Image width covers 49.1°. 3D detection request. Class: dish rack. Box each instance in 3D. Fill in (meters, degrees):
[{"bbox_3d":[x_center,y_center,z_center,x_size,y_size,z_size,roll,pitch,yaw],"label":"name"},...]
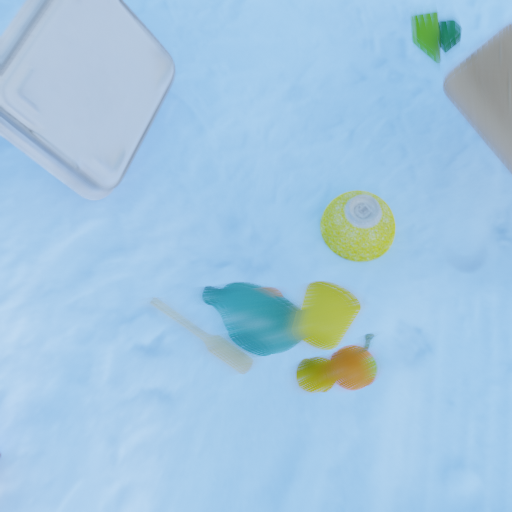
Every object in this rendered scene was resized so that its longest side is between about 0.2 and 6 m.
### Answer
[{"bbox_3d":[-2.516,-2.724,8.693,0.681,2.684,3.127,3,62,40],"label":"dish rack"}]

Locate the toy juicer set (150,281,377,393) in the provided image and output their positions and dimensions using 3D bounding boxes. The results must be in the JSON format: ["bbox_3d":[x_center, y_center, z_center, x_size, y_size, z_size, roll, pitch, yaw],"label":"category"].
[{"bbox_3d":[0.229,0.916,6.759,2.786,1.772,0.758,-1,50,42],"label":"toy juicer set"}]

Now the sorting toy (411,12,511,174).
[{"bbox_3d":[3.600,-2.587,8.316,2.265,0.451,3.064,-40,91,-30],"label":"sorting toy"}]

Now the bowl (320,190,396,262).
[{"bbox_3d":[1.643,-0.584,8.788,1.224,0.659,1.224,0,64,-1],"label":"bowl"}]
